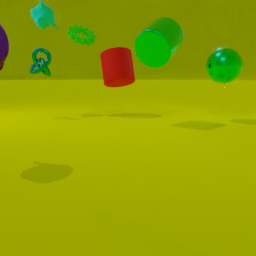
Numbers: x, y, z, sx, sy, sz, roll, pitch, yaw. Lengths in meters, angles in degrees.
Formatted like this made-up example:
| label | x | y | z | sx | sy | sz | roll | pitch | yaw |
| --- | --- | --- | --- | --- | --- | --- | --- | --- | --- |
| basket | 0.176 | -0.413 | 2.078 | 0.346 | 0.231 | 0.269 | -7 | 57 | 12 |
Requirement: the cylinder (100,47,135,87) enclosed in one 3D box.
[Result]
| label | x | y | z | sx | sy | sz | roll | pitch | yaw |
| --- | --- | --- | --- | --- | --- | --- | --- | --- | --- |
| cylinder | -0.419 | -2.445 | 11.421 | 1.296 | 1.296 | 1.296 | -8 | -5 | -1 |

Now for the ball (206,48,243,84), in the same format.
| label | x | y | z | sx | sy | sz | roll | pitch | yaw |
| --- | --- | --- | --- | --- | --- | --- | --- | --- | --- |
| ball | 3.420 | -2.211 | 9.992 | 1.257 | 1.257 | 1.257 | 0 | 11 | 0 |

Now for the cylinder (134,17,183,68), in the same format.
| label | x | y | z | sx | sy | sz | roll | pitch | yaw |
| --- | --- | --- | --- | --- | --- | --- | --- | --- | --- |
| cylinder | 1.040 | -2.848 | 9.329 | 1.279 | 1.279 | 1.279 | 6 | 40 | 30 |

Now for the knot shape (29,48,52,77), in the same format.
| label | x | y | z | sx | sy | sz | roll | pitch | yaw |
| --- | --- | --- | --- | --- | --- | --- | --- | --- | --- |
| knot shape | -3.402 | -2.434 | 10.785 | 1.046 | 1.118 | 0.516 | -13 | 4 | 33 |

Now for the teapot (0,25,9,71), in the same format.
| label | x | y | z | sx | sy | sz | roll | pitch | yaw |
| --- | --- | --- | --- | --- | --- | --- | --- | --- | --- |
| teapot | -2.541 | -1.431 | 4.844 | 0.717 | 1.465 | 0.911 | 0 | 51 | 12 |

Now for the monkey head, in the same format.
| label | x | y | z | sx | sy | sz | roll | pitch | yaw |
| --- | --- | --- | --- | --- | --- | --- | --- | --- | --- |
| monkey head | -3.374 | -4.480 | 11.287 | 0.864 | 1.434 | 1.032 | -31 | 40 | -4 |

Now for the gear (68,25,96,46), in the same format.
| label | x | y | z | sx | sy | sz | roll | pitch | yaw |
| --- | --- | --- | --- | --- | --- | --- | --- | --- | --- |
| gear | -1.918 | -3.850 | 11.601 | 1.118 | 0.207 | 1.118 | 14 | 46 | -15 |
